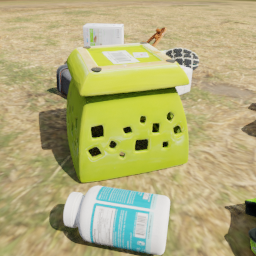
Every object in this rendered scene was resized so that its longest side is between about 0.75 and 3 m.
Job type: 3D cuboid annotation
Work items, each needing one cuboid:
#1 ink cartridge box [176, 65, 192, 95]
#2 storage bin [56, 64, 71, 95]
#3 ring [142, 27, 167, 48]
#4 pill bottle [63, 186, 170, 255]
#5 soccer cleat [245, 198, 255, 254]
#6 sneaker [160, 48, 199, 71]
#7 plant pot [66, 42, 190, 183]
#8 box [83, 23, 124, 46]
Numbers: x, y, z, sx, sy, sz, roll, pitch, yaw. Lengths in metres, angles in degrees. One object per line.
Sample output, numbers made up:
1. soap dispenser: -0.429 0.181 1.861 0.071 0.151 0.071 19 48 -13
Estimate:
1. ink cartridge box: 1.017 -1.712 10.303 2.211 0.929 1.609 -21 36 -32
2. storage bin: -1.454 -1.710 10.115 1.851 1.347 1.243 -21 46 -32
3. ring: 0.552 -3.196 11.615 0.257 2.680 2.680 40 26 -16
4. pill bottle: -0.180 1.495 4.710 1.695 0.939 0.939 7 31 11
5. soccer cleat: 2.444 1.967 4.149 1.048 0.873 2.585 -8 24 12
6. sneaker: 1.788 -3.146 12.763 2.847 1.103 1.134 5 22 9
7. plant pot: -0.154 -0.609 6.860 2.716 2.477 2.729 -8 32 -15
8. box: -1.053 -3.623 12.616 1.722 1.951 0.943 1 29 4
